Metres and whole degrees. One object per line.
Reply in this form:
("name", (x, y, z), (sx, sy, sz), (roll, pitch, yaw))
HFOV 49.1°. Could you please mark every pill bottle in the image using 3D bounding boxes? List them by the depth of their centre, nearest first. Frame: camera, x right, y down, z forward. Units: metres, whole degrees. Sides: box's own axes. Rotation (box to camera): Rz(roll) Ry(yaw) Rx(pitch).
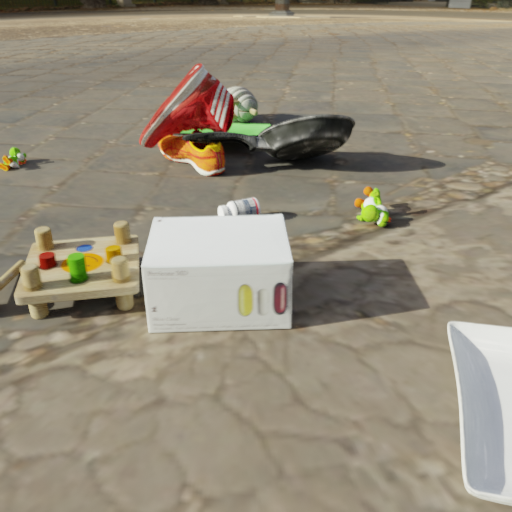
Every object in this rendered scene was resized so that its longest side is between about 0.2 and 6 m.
("pill bottle", (-0.303, -0.773, 9.825), (0.684, 0.409, 0.409), (-12, 31, -21))

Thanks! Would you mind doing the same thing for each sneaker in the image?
("sneaker", (-1.407, -2.788, 11.968), (1.416, 2.451, 0.960), (37, 47, -19))
("sneaker", (-1.418, -2.455, 12.474), (0.813, 0.859, 2.227), (-25, 36, -37))

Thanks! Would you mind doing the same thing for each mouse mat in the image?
("mouse mat", (-0.872, -3.208, 14.164), (2.306, 0.108, 2.866), (4, 18, 8))

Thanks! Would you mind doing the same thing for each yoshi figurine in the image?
("yoshi figurine", (2.020, -0.868, 9.937), (0.561, 0.563, 1.002), (-17, 32, 1))
("yoshi figurine", (-5.435, -2.187, 12.452), (0.429, 0.428, 0.764), (-1, 25, 12))

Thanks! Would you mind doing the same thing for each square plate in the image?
("square plate", (3.235, 1.612, 5.474), (2.530, 0.363, 2.555), (6, 29, 12))

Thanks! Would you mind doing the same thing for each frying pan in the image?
("frying pan", (0.525, -2.497, 11.738), (3.571, 0.581, 2.160), (-6, -5, -36))

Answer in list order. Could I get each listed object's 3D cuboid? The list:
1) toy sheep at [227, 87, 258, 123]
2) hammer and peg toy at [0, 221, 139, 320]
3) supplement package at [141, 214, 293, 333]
("toy sheep", (-0.496, -4.161, 15.488), (1.084, 1.084, 1.572), (-20, 45, -32))
("hammer and peg toy", (-2.736, 0.147, 7.728), (2.208, 0.779, 1.624), (-5, 29, -9))
("supplement package", (-0.483, 0.190, 7.398), (1.822, 1.010, 1.419), (-2, 29, -2))
